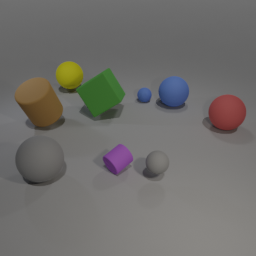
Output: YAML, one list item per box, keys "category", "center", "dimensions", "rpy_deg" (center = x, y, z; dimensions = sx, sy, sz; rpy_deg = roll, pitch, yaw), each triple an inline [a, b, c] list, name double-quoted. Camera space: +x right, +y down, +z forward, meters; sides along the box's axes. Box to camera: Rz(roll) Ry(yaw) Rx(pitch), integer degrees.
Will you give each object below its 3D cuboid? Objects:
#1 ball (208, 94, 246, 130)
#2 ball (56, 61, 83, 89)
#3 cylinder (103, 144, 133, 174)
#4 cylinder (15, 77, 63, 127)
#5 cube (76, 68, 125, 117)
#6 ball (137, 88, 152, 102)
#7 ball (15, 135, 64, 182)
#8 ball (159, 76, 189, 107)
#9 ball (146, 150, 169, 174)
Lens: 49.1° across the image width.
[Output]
- category: "ball"
  center: [3.889, -0.613, 11.003]
  dimensions: [1.400, 1.400, 1.400]
  rpy_deg: [0, 29, 0]
- category: "ball"
  center: [-3.016, -2.725, 14.478]
  dimensions: [1.400, 1.400, 1.400]
  rpy_deg: [0, 29, 0]
- category: "cylinder"
  center: [-0.316, 0.976, 8.815]
  dimensions: [0.700, 0.700, 0.700]
  rpy_deg: [-38, 44, -25]
- category: "cylinder"
  center: [-3.440, -1.000, 10.936]
  dimensions: [1.400, 1.400, 1.400]
  rpy_deg: [-7, 52, 9]
- category: "cube"
  center: [-1.120, -1.543, 12.037]
  dimensions: [1.400, 1.400, 1.400]
  rpy_deg: [-29, 14, 16]
- category: "ball"
  center: [0.799, -1.611, 13.588]
  dimensions: [0.700, 0.700, 0.700]
  rpy_deg: [0, 29, 0]
- category: "ball"
  center: [-2.626, 0.918, 8.389]
  dimensions: [1.400, 1.400, 1.400]
  rpy_deg: [0, 29, 0]
- category: "ball"
  center: [2.116, -1.683, 12.958]
  dimensions: [1.400, 1.400, 1.400]
  rpy_deg: [0, 29, 0]
- category: "ball"
  center: [0.868, 1.012, 8.256]
  dimensions: [0.700, 0.700, 0.700]
  rpy_deg: [0, 29, 0]
